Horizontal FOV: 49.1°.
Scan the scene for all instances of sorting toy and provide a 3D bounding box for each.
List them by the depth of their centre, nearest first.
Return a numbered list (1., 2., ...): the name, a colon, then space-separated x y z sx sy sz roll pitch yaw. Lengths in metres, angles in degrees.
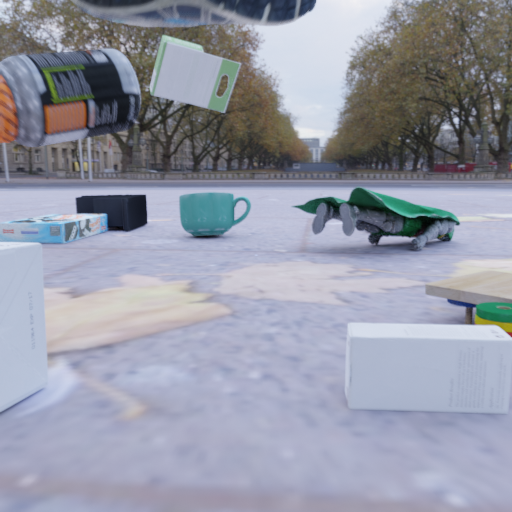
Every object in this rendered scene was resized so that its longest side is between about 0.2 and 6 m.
1. sorting toy: 2.288 0.423 4.915 2.244 0.380 1.082 -8 11 -38

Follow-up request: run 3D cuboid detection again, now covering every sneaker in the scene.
1. sneaker: -0.617 -2.653 5.349 2.438 0.946 1.052 -2 10 -16

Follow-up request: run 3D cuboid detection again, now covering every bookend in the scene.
1. bookend: -3.601 -1.026 13.280 1.663 0.771 1.673 -1 9 3

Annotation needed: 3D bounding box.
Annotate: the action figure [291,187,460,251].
1. action figure: 2.513 -0.588 9.925 3.354 0.917 1.981 2 4 -37

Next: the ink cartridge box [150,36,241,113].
1. ink cartridge box: -1.271 -3.719 11.563 1.617 1.176 0.388 8 38 -22

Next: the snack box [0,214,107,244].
1. snack box: -4.094 -0.588 11.534 1.309 0.418 2.254 1 9 6

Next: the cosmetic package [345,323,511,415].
1. cosmetic package: 0.974 0.642 3.247 0.895 0.455 0.331 2 9 6

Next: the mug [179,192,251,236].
1. mug: -0.910 -0.834 11.424 1.358 0.840 1.116 -1 1 38

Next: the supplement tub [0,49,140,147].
1. supplement tub: -2.952 -2.379 8.437 2.121 1.299 1.299 -20 19 -37

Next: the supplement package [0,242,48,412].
1. supplement package: -2.187 0.397 3.212 1.644 0.935 0.901 1 7 14
